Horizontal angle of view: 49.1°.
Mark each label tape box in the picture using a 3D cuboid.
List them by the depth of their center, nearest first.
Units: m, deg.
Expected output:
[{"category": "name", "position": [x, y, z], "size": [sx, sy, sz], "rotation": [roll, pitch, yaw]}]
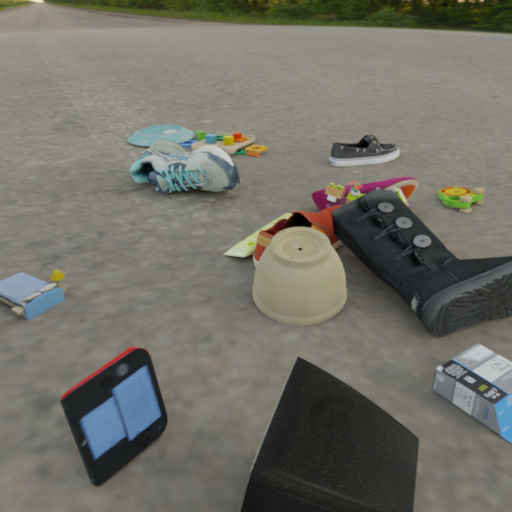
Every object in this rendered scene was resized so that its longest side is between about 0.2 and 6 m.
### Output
[{"category": "label tape box", "position": [3.199, 1.802, 7.420], "size": [0.968, 0.425, 1.343], "rotation": [-19, 34, -31]}]

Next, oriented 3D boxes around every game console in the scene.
[{"category": "game console", "position": [-1.567, 1.807, 6.425], "size": [0.202, 1.302, 1.152], "rotation": [8, 30, 36]}]

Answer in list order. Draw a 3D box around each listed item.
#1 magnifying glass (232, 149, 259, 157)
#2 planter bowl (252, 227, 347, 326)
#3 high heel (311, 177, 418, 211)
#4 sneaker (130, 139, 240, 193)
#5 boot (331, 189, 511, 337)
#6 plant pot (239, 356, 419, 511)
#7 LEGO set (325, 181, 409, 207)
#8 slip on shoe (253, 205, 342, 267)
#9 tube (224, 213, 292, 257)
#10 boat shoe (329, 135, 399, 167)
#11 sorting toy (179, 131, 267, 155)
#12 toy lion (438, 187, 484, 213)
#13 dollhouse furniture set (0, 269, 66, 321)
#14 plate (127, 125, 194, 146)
[{"category": "magnifying glass", "position": [-0.367, -3.080, 16.752], "size": [1.005, 0.113, 0.400], "rotation": [16, 32, 26]}, {"category": "planter bowl", "position": [0.729, 0.216, 9.408], "size": [1.631, 1.098, 1.631], "rotation": [-2, 38, 1]}, {"category": "high heel", "position": [2.558, -1.538, 13.057], "size": [2.493, 0.840, 1.198], "rotation": [-19, 44, -25]}, {"category": "sneaker", "position": [-1.812, -1.965, 13.884], "size": [3.195, 1.240, 1.379], "rotation": [14, 43, 37]}, {"category": "boot", "position": [3.222, -0.152, 10.097], "size": [2.673, 1.064, 3.243], "rotation": [-12, 35, -19]}, {"category": "plant pot", "position": [0.708, 2.283, 5.512], "size": [1.443, 1.627, 1.623], "rotation": [19, 32, 10]}, {"category": "LEGO set", "position": [2.462, -1.124, 11.745], "size": [1.037, 0.839, 2.255], "rotation": [-21, 51, -24]}, {"category": "slip on shoe", "position": [1.039, -0.518, 11.214], "size": [2.737, 0.837, 1.014], "rotation": [-25, 38, -36]}, {"category": "tube", "position": [0.154, -0.365, 11.408], "size": [1.691, 0.490, 0.439], "rotation": [-31, 72, -33]}, {"category": "boat shoe", "position": [3.140, -3.099, 16.101], "size": [2.263, 0.750, 0.791], "rotation": [-9, 30, -16]}, {"category": "sorting toy", "position": [-0.987, -3.576, 17.246], "size": [2.894, 0.394, 1.630], "rotation": [10, 29, 21]}, {"category": "toy lion", "position": [4.860, -1.426, 13.519], "size": [1.045, 0.374, 1.090], "rotation": [16, 32, 41]}, {"category": "dollhouse furniture set", "position": [-4.348, 0.347, 9.394], "size": [1.593, 1.101, 1.688], "rotation": [19, 34, 31]}, {"category": "plate", "position": [-3.071, -3.937, 18.046], "size": [2.155, 0.275, 2.155], "rotation": [-2, 25, 1]}]
